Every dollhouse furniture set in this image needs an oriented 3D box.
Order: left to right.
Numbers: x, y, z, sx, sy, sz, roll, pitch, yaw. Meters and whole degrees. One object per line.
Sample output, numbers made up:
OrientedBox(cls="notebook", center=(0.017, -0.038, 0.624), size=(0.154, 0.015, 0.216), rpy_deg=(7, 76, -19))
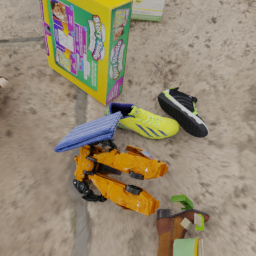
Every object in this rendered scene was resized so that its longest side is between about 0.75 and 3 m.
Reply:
OrientedBox(cls="dollhouse furniture set", center=(1.172, 2.120, 5.793), size=(0.680, 0.525, 1.360), rpy_deg=(-16, 50, 32))

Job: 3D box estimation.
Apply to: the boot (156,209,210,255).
OrientedBox(cls="boot", center=(1.216, 2.454, 6.125), size=(1.224, 0.445, 1.300), rpy_deg=(3, 57, 0))

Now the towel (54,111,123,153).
OrientedBox(cls="towel", center=(-0.852, 0.073, 6.682), size=(1.378, 0.227, 1.903), rpy_deg=(-17, 13, 10))

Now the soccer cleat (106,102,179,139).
OrientedBox(cls="soccer cleat", center=(0.380, -0.230, 7.644), size=(2.075, 0.868, 0.671), rpy_deg=(12, 57, 7))

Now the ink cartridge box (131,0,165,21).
OrientedBox(cls="ink cartridge box", center=(0.403, -5.281, 9.787), size=(2.038, 2.800, 0.671), rpy_deg=(4, 48, -4))

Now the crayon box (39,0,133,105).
OrientedBox(cls="crayon box", center=(-1.241, -2.517, 7.879), size=(2.584, 2.995, 0.873), rpy_deg=(35, 54, 20))

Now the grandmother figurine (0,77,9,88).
OrientedBox(cls="grandmother figurine", center=(-3.979, -0.905, 7.847), size=(1.589, 0.793, 2.620), rpy_deg=(-29, 47, 5))

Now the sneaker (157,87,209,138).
OrientedBox(cls="sneaker", center=(1.636, -0.592, 7.732), size=(0.865, 0.749, 2.088), rpy_deg=(-31, 47, -10))

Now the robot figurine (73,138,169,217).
OrientedBox(cls="robot figurine", center=(-0.303, 1.038, 6.459), size=(2.320, 0.675, 1.682), rpy_deg=(16, 93, 33))
